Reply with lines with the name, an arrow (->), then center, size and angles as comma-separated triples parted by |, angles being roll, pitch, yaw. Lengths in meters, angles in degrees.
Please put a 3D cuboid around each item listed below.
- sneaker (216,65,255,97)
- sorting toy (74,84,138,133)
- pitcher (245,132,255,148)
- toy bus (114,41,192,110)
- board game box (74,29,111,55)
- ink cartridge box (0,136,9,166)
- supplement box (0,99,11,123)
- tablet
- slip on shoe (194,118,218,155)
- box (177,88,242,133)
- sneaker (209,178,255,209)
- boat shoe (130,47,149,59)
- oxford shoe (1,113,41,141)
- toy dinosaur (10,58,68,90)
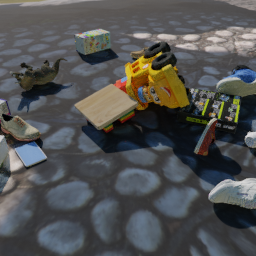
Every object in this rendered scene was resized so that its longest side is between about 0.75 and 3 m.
sneaker -> 4.665, -2.056, 12.126 | 2.527, 0.970, 1.406 | -9, 40, -17
sorting toy -> -0.765, -0.672, 10.269 | 1.728, 0.601, 1.717 | -33, 47, -20
pitcher -> 4.130, 0.333, 9.199 | 0.811, 0.492, 0.696 | -12, 22, -34
toy bus -> 0.724, -1.680, 10.776 | 2.824, 1.996, 2.942 | -24, 31, 10
board game box -> -2.072, -5.121, 16.563 | 1.876, 0.984, 0.967 | -25, 42, -32
ink cartridge box -> -4.577, 0.797, 8.301 | 1.583, 0.665, 1.152 | 1, 35, 1
supplement box -> -5.035, -0.451, 10.072 | 0.722, 0.707, 1.397 | 14, 37, 19
tablet -> -3.065, 0.810, 8.813 | 0.677, 0.071, 1.041 | -23, 42, -30
slip on shoe -> 2.520, 0.283, 8.755 | 0.434, 0.525, 1.417 | 26, 60, 14
box -> 3.148, -0.758, 10.705 | 2.106, 0.518, 2.180 | 14, 37, 16
sneaker -> 2.822, 1.694, 7.096 | 1.534, 0.574, 0.764 | -7, 35, -11
boat shoe -> 1.055, -4.240, 15.625 | 1.855, 0.599, 0.661 | -2, 35, -3
oxford shoe -> -3.724, -0.039, 9.540 | 1.708, 0.630, 0.604 | 15, 37, 20
toy dinosaur -> -4.018, -2.450, 12.914 | 2.898, 1.115, 1.482 | -18, 50, -33
